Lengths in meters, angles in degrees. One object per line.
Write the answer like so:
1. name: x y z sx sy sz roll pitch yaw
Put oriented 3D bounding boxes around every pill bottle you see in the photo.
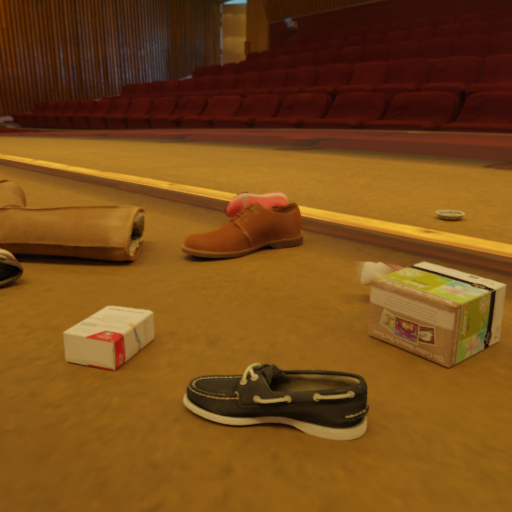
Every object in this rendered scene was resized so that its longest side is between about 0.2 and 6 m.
1. pill bottle: 2.062 0.346 8.769 0.760 0.434 0.434 12 17 -1

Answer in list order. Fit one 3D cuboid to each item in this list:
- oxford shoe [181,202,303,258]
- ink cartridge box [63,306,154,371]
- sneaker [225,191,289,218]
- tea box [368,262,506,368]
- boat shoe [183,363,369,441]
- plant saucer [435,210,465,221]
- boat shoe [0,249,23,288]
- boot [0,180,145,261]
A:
1. oxford shoe: -0.281 -0.590 11.688 2.829 1.008 1.009 -14 24 -31
2. ink cartridge box: -1.856 1.027 7.178 0.739 0.428 1.001 6 15 19
3. sneaker: 0.062 -1.204 13.785 1.643 0.606 0.713 -10 34 -11
4. tea box: 2.379 0.724 7.443 1.252 0.850 1.273 -15 22 -38
5. boat shoe: 0.180 1.372 5.734 1.924 0.581 0.728 3 17 10
6. plant saucer: 5.059 -1.045 14.640 0.730 0.183 0.730 0 17 0
7. boat shoe: -4.878 0.305 9.079 0.698 0.775 2.154 9 12 43
8. boot: -4.192 -0.732 11.979 3.696 1.222 3.236 -1 29 0
